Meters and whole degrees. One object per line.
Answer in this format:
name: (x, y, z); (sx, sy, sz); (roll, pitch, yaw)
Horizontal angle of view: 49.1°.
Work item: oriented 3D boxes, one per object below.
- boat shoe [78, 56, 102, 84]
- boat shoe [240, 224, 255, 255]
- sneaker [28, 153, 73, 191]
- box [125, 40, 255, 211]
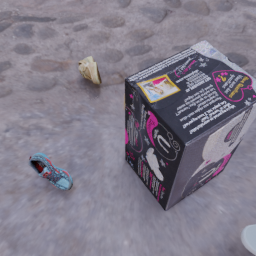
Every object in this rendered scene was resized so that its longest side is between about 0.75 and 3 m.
boat shoe: (-1.205, -1.743, 8.607); (0.568, 0.630, 1.747); (-17, 34, -7)
boat shoe: (2.734, 2.345, 5.330); (1.703, 0.773, 0.603); (20, 55, -9)
sneaker: (-1.742, 1.023, 6.161); (1.135, 0.542, 0.450); (37, 96, 3)
box: (1.187, 0.121, 5.856); (1.976, 2.990, 1.716); (-29, 61, -19)
